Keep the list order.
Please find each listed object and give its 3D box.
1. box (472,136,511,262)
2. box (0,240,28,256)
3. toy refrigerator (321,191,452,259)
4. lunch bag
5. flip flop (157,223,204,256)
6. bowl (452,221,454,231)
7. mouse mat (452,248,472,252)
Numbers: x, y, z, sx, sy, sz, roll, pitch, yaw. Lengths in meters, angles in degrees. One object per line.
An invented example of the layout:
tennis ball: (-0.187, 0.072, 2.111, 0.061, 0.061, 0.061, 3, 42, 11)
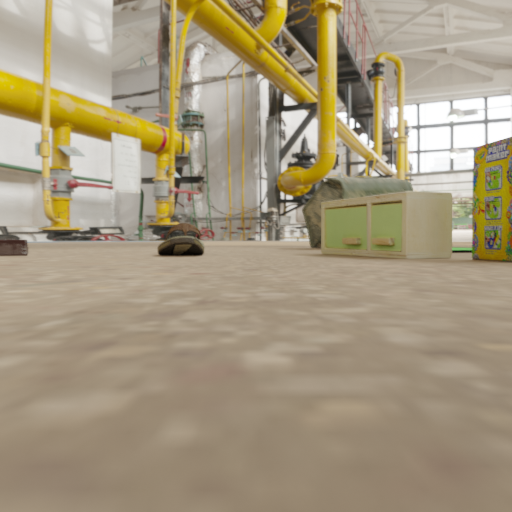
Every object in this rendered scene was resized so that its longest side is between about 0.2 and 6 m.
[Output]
box: (3.501, -0.649, 6.732, 1.484, 1.429, 0.905, -1, 2, -8)
box: (-3.905, -0.121, 8.594, 0.735, 0.276, 0.368, -3, 3, -23)
toy refrigerator: (1.836, -0.442, 8.510, 0.840, 0.912, 2.402, -1, 3, -22)
lunch bag: (2.529, -1.249, 14.070, 1.975, 1.416, 2.409, -1, -25, -20)
flip flop: (-1.156, -0.268, 9.048, 0.733, 0.520, 1.807, 0, 2, 1)
bowl: (4.268, -0.581, 14.084, 1.244, 0.670, 1.244, -1, 40, 1)
mouse mat: (3.716, -0.128, 11.654, 2.220, 0.104, 2.758, -1, 3, -18)
